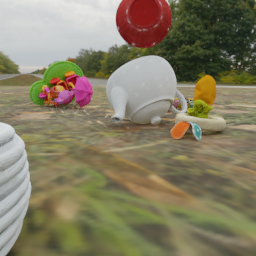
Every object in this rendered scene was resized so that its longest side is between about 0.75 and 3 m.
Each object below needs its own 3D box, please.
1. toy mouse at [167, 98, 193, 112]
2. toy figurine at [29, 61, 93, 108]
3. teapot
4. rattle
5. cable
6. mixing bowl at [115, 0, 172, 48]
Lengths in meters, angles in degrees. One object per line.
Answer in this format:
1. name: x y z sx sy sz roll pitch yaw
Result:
1. toy mouse: 2.161 -0.872 10.886 2.511 0.486 2.232 -1 10 -5
2. toy figurine: -2.763 -1.654 12.502 2.830 2.124 2.604 -28 31 -21
3. teapot: 0.553 -0.855 7.978 2.201 1.608 2.173 -25 -17 3
4. rattle: 1.686 -0.515 6.640 1.292 1.418 1.984 33 21 33
5. cable: -2.119 0.501 1.932 2.742 0.949 2.741 -2 10 -9
6. mixing bowl: 0.428 -2.985 7.471 1.585 1.585 0.859 0 10 2
